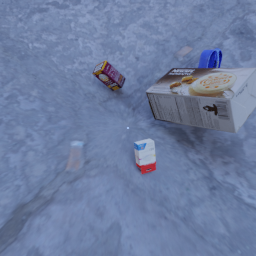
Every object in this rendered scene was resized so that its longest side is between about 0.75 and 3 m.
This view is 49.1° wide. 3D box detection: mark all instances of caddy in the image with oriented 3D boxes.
[{"bbox_3d":[2.827,-2.182,9.488,0.741,1.049,0.551,-13,30,-36],"label":"caddy"}]

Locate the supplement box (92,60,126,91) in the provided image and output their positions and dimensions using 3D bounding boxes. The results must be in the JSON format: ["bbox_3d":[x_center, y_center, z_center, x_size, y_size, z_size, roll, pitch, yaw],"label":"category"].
[{"bbox_3d":[-0.604,-1.671,9.046,0.521,0.944,0.404,-13,48,47],"label":"supplement box"}]

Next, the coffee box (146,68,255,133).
[{"bbox_3d":[1.929,-0.843,7.449,2.520,1.004,1.441,13,45,45],"label":"coffee box"}]

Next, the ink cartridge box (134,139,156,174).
[{"bbox_3d":[0.472,0.769,7.615,0.497,0.855,0.288,-12,16,-22],"label":"ink cartridge box"}]
